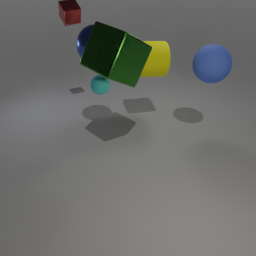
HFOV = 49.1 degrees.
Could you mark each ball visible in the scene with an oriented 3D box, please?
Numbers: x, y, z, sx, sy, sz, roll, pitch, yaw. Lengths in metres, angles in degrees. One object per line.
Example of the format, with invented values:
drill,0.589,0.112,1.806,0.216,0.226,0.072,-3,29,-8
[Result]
ball,-1.109,-2.911,9.855,1.400,1.400,1.400,0,31,0
ball,3.086,-2.348,10.284,1.400,1.400,1.400,0,31,0
ball,-0.992,-1.540,9.996,0.700,0.700,0.700,0,31,0

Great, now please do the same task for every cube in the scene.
cube,-0.377,-2.272,8.771,1.400,1.400,1.400,33,15,35
cube,-2.363,-4.700,11.374,0.700,0.700,0.700,-21,64,-22

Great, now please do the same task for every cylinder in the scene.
cylinder,0.823,-2.780,11.318,1.400,1.400,1.400,-4,31,-12
